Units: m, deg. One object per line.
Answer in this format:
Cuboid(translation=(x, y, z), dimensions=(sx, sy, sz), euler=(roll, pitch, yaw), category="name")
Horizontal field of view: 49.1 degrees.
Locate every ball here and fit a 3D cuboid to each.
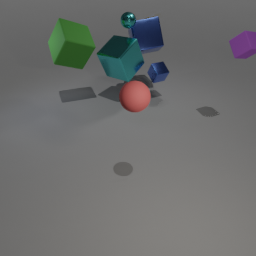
Cuboid(translation=(0.011, -4.765, 12.393), dimensions=(0.700, 0.700, 0.700), euler=(0, 31, 0), category="ball")
Cuboid(translation=(0.151, -0.696, 6.237), dimensions=(0.700, 0.700, 0.700), euler=(0, 31, 0), category="ball")

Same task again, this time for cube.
Cuboid(translation=(-2.470, -3.623, 12.188), dimensions=(1.400, 1.400, 1.400), euler=(2, 54, -37), category="cube")
Cuboid(translation=(-0.311, -3.211, 12.905), dimensions=(1.400, 1.400, 1.400), euler=(21, 63, 33), category="cube")
Cuboid(translation=(0.854, -4.498, 13.847), dimensions=(1.400, 1.400, 1.400), euler=(-12, 7, -3), category="cube")
Cuboid(translation=(1.478, -2.726, 13.721), dimensions=(0.700, 0.700, 0.700), euler=(-16, 68, -23), category="cube")
Cuboid(translation=(4.145, -2.920, 9.881), dimensions=(0.700, 0.700, 0.700), euler=(-8, -11, -35), category="cube")
